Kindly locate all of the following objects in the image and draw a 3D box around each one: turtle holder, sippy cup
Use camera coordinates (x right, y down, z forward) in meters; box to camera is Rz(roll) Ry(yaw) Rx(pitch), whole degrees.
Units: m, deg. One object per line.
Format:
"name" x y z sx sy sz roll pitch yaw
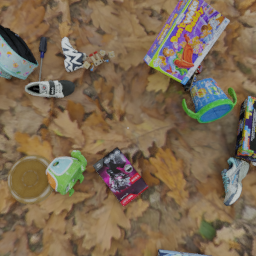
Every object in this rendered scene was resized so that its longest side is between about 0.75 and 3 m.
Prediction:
"turtle holder" -2.242 1.555 10.403 1.204 1.288 1.696 29 78 8
"sippy cup" 3.195 -1.149 11.118 1.918 1.506 1.405 3 57 -40

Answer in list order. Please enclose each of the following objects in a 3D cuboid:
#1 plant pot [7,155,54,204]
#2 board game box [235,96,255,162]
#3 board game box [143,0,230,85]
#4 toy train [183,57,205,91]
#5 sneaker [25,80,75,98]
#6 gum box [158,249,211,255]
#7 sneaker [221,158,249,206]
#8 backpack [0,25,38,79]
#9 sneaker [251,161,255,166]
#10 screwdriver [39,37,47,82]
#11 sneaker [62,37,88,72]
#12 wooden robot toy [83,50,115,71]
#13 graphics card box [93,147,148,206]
"plant pot" -3.752 1.967 10.830 1.917 0.263 1.917 0 76 0
"board game box" 5.382 0.185 10.816 2.079 0.713 2.515 18 63 3
"board game box" 2.208 -3.360 10.788 1.951 0.650 2.902 21 115 -28
"toy train" 2.899 -2.566 11.952 0.543 0.405 2.372 26 76 -17
"sneaker" -3.179 -1.558 11.353 1.991 0.881 0.737 -4 100 2
"gum box" 1.959 5.608 9.731 1.992 0.522 2.344 7 75 2
"sneaker" 3.846 1.998 10.591 0.821 0.739 1.903 26 67 2
"backpack" -4.818 -2.933 11.292 2.186 1.921 1.676 42 95 10
"sneaker" 4.736 0.926 11.030 0.499 0.429 1.178 -2 64 -3
"screwdriver" -3.773 -2.839 12.099 0.342 0.328 2.348 -1 77 30
"sneaker" -2.253 -3.206 12.007 0.997 0.612 1.533 -9 75 -5
"wooden robot toy" -1.278 -2.904 11.692 1.403 0.637 0.618 -30 111 -5
"graphics card box" -0.287 1.851 10.736 1.229 0.498 1.959 -36 77 -8
